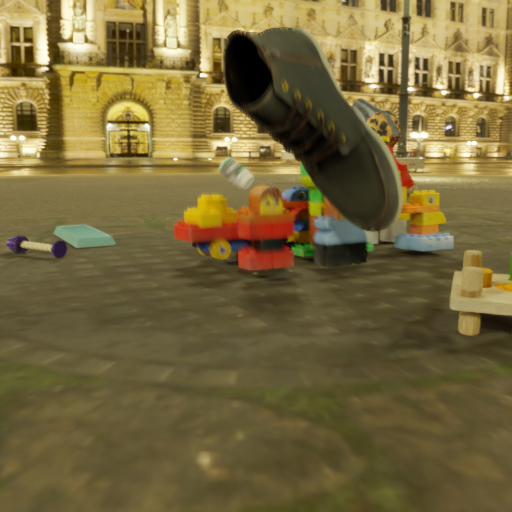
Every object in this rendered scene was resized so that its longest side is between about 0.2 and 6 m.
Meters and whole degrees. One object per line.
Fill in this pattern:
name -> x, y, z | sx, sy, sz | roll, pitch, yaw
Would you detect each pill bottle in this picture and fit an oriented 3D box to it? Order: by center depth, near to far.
pill bottle -> -0.457, -1.942, 13.235 | 0.782, 0.442, 0.442 | 38, 24, 17

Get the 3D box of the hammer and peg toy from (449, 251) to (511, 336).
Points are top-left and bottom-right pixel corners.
hammer and peg toy -> 3.240, 0.439, 6.084 | 2.121, 0.748, 1.560 | 4, 11, 21

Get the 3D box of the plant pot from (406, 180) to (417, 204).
plant pot -> 3.307, -1.599, 15.903 | 2.434, 1.123, 2.434 | -1, 11, 0

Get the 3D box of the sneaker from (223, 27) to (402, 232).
sneaker -> 0.679, -1.524, 7.336 | 1.164, 3.111, 1.653 | -33, -1, 36

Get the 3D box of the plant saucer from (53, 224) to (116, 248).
plant saucer -> -3.843, -0.467, 12.401 | 0.821, 0.223, 2.350 | -6, 11, -30

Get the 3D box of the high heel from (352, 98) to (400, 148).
high heel -> 2.733, -2.065, 12.535 | 0.934, 2.617, 1.866 | -18, 32, -5

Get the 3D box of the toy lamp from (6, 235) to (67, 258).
toy lamp -> -4.130, -0.173, 10.438 | 1.291, 0.376, 0.376 | 7, 12, 28

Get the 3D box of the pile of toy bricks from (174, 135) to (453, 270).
pile of toy bricks -> 1.343, -1.326, 9.976 | 5.233, 2.583, 2.903 | -5, 8, -27
